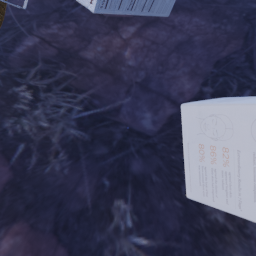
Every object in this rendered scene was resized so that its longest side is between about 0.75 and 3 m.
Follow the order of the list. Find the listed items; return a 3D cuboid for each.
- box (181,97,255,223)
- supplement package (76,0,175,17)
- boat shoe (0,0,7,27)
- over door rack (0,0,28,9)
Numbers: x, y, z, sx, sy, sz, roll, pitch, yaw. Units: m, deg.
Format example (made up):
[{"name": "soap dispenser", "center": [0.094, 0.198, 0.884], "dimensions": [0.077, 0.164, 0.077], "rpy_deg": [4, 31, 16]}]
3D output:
[{"name": "box", "center": [2.058, 0.401, 4.266], "dimensions": [1.198, 2.254, 1.716], "rpy_deg": [-10, 100, -34]}, {"name": "supplement package", "center": [-0.073, -3.669, 6.418], "dimensions": [1.640, 1.579, 2.883], "rpy_deg": [40, 37, 22]}, {"name": "boat shoe", "center": [-3.539, -2.169, 6.059], "dimensions": [0.990, 1.055, 2.861], "rpy_deg": [21, 91, 4]}, {"name": "over door rack", "center": [-2.393, -2.154, 4.657], "dimensions": [0.847, 0.382, 1.146], "rpy_deg": [29, 28, 23]}]
